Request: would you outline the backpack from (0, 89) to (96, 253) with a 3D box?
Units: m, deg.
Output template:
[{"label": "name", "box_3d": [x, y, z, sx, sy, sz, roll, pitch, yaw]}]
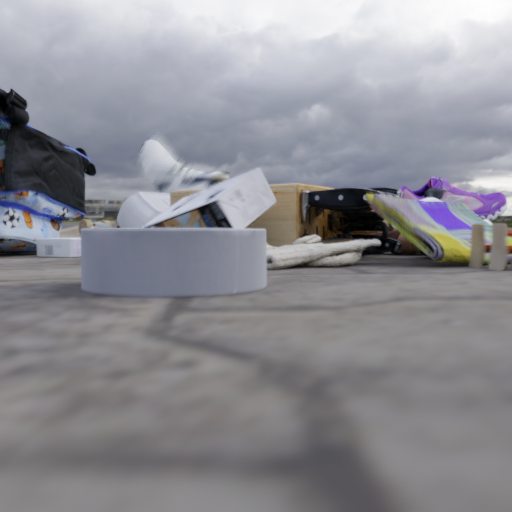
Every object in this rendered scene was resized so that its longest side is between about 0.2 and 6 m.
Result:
[{"label": "backpack", "box_3d": [-5.376, -1.410, 10.820, 3.488, 2.821, 3.662, 8, -9, 7]}]

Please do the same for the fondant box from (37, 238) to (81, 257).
[{"label": "fondant box", "box_3d": [-3.329, -0.166, 10.503, 0.876, 0.354, 1.214, 1, 4, 29]}]

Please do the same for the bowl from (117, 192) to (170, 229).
[{"label": "bowl", "box_3d": [-1.833, -0.810, 12.452, 2.149, 0.802, 2.146, 2, 23, -32]}]

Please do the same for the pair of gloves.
[{"label": "pair of gloves", "box_3d": [0.321, -0.087, 8.051, 2.027, 0.418, 2.384, -2, 2, -33]}]

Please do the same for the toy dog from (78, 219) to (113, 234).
[{"label": "toy dog", "box_3d": [-3.433, -0.330, 12.645, 1.028, 0.751, 1.559, 7, 12, -28]}]

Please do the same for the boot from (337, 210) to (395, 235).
[{"label": "boot", "box_3d": [1.570, -0.738, 14.167, 3.970, 1.313, 3.476, 0, 15, 21]}]

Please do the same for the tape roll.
[{"label": "tape roll", "box_3d": [-0.672, 0.017, 4.681, 1.525, 0.504, 1.525, -1, 2, 0]}]

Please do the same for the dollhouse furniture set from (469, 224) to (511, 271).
[{"label": "dollhouse furniture set", "box_3d": [3.649, -0.243, 6.687, 1.628, 0.839, 1.611, 0, 3, -8]}]

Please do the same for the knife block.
[{"label": "knife block", "box_3d": [0.457, -0.634, 10.091, 4.012, 1.284, 3.522, 0, 1, -8]}]

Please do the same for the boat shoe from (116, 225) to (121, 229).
[{"label": "boat shoe", "box_3d": [-2.680, -0.644, 13.222, 1.190, 1.056, 3.184, -2, 3, -31]}]

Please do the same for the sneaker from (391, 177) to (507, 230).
[{"label": "sneaker", "box_3d": [4.026, -1.167, 11.751, 2.392, 1.057, 0.962, -7, 13, 5]}]

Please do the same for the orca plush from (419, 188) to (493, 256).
[{"label": "orca plush", "box_3d": [3.311, -0.434, 10.069, 2.675, 1.407, 0.951, -14, -21, -47]}]

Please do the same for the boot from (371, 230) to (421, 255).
[{"label": "boot", "box_3d": [3.107, -0.366, 11.452, 1.513, 0.658, 1.819, 4, 8, 41]}]

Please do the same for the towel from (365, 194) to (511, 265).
[{"label": "towel", "box_3d": [2.870, -0.396, 8.160, 2.352, 0.268, 1.689, 2, 31, -31]}]

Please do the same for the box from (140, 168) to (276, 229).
[{"label": "box", "box_3d": [-0.841, -0.699, 9.484, 2.112, 0.635, 1.232, -14, 22, 43]}]

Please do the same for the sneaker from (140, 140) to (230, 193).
[{"label": "sneaker", "box_3d": [-1.561, -1.988, 13.984, 1.805, 2.774, 1.107, -30, -5, 25]}]
